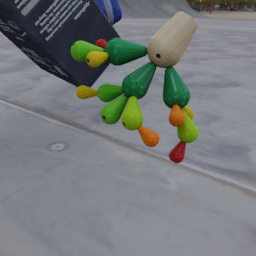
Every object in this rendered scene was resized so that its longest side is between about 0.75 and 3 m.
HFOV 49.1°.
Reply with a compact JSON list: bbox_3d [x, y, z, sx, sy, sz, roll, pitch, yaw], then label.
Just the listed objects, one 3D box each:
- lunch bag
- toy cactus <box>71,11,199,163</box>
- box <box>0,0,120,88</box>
[{"bbox_3d":[-1.255,-4.039,9.436,1.642,1.686,2.482,-23,18,-15],"label":"lunch bag"},{"bbox_3d":[0.240,-0.566,3.070,1.694,1.398,0.866,40,7,14],"label":"toy cactus"},{"bbox_3d":[-1.975,-2.559,6.652,2.690,2.736,1.606,30,78,45],"label":"box"}]
